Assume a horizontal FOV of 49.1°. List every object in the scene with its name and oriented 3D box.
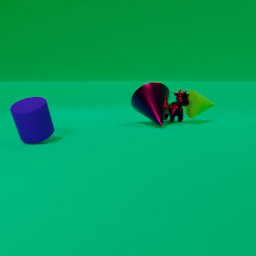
[{"bbox_3d":[1.680,-0.782,9.750,0.633,1.134,1.153,5,6,-21],"label":"cow figurine"},{"bbox_3d":[0.908,-0.527,9.079,1.372,1.372,1.377,-3,46,-14],"label":"cone"},{"bbox_3d":[-2.290,-0.206,6.761,0.847,0.847,0.847,-5,31,3],"label":"cylinder"},{"bbox_3d":[2.644,-0.823,9.806,0.969,0.965,0.965,-1,10,-17],"label":"cone"}]
